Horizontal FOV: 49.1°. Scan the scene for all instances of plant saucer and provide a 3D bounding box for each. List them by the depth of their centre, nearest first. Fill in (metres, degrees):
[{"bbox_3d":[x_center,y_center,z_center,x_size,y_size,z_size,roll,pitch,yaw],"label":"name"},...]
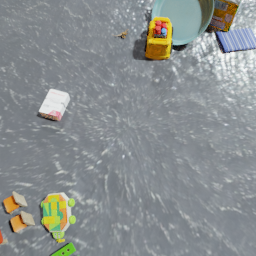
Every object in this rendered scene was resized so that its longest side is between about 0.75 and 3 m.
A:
[{"bbox_3d":[2.307,-4.899,11.890,2.758,0.378,2.758,3,95,32],"label":"plant saucer"}]

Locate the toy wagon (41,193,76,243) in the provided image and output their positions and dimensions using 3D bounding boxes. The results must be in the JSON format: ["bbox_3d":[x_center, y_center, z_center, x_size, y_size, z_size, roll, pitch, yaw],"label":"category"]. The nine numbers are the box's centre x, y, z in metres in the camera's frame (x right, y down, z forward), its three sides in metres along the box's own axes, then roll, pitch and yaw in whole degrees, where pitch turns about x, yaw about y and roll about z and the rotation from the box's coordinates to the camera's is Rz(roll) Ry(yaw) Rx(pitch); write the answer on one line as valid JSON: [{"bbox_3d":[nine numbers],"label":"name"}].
[{"bbox_3d":[-2.196,2.811,8.766,1.169,0.298,1.507,-11,77,24],"label":"toy wagon"}]

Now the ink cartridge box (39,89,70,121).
[{"bbox_3d":[-2.794,-0.887,10.718,0.777,0.453,1.067,16,67,7],"label":"ink cartridge box"}]

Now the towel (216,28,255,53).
[{"bbox_3d":[4.798,-3.854,12.309,1.664,0.198,1.205,-8,63,-5],"label":"towel"}]

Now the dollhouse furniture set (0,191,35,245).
[{"bbox_3d":[-4.081,3.356,8.250,2.439,1.256,2.412,-27,67,-12],"label":"dollhouse furniture set"}]

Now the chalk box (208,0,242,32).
[{"bbox_3d":[4.316,-5.700,12.434,1.438,1.430,2.311,24,61,12],"label":"chalk box"}]

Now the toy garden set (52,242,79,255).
[{"bbox_3d":[-1.843,4.495,8.253,1.345,0.322,1.614,-30,69,-15],"label":"toy garden set"}]

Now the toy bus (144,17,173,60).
[{"bbox_3d":[1.299,-3.932,11.450,1.169,1.654,1.723,6,73,5],"label":"toy bus"}]

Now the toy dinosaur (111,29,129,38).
[{"bbox_3d":[-0.267,-4.142,12.432,0.813,0.245,0.432,-29,43,-17],"label":"toy dinosaur"}]
